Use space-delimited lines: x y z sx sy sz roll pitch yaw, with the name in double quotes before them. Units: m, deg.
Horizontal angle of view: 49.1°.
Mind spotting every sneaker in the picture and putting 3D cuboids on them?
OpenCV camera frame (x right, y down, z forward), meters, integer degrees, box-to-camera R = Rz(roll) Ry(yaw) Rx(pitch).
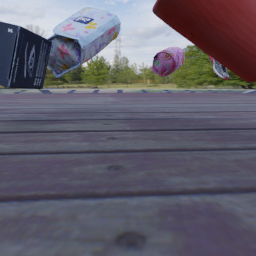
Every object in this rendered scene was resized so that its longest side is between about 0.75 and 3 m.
"sneaker" 3.535 -2.454 10.686 0.573 1.421 0.531 11 -35 -37

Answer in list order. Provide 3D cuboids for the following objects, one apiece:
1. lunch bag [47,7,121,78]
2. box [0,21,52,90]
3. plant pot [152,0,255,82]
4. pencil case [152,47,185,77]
"lunch bag" -1.738 -3.240 10.222 2.625 1.669 2.226 -4 36 50
"box" -3.252 -2.035 8.073 1.144 1.623 2.193 15 7 5
"plant pot" 2.407 -2.580 5.748 2.647 2.991 2.991 44 7 -7
"pencil case" 1.307 -2.137 8.896 0.798 0.798 1.824 4 22 21
